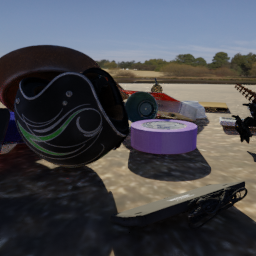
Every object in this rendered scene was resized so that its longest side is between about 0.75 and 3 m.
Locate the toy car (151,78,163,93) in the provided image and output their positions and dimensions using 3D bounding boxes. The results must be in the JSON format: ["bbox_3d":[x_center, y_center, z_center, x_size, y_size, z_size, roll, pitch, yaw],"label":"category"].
[{"bbox_3d":[1.642,-2.309,17.623,1.337,1.694,1.392,2,11,5],"label":"toy car"}]

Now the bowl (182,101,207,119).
[{"bbox_3d":[2.894,-0.895,13.123,1.601,0.720,1.601,-1,12,0],"label":"bowl"}]

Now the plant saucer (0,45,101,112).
[{"bbox_3d":[-2.042,-0.961,7.333,2.934,0.505,2.934,-9,-27,-5],"label":"plant saucer"}]

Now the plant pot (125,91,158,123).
[{"bbox_3d":[0.640,-0.782,11.297,1.331,1.331,0.891,4,3,20],"label":"plant pot"}]

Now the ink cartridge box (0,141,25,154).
[{"bbox_3d":[-3.394,0.496,7.567,0.858,0.265,1.058,7,5,35],"label":"ink cartridge box"}]

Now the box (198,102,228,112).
[{"bbox_3d":[4.614,-1.251,16.016,1.992,0.259,2.437,4,11,15],"label":"box"}]

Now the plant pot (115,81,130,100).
[{"bbox_3d":[-0.808,-2.531,19.818,1.916,0.884,1.916,41,13,-12],"label":"plant pot"}]

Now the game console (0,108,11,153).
[{"bbox_3d":[-3.710,0.361,5.273,2.261,1.342,1.948,2,11,14],"label":"game console"}]

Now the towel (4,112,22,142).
[{"bbox_3d":[-3.209,0.025,8.245,2.123,0.712,2.875,17,13,40],"label":"towel"}]

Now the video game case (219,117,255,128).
[{"bbox_3d":[4.353,-0.198,10.657,1.655,0.193,1.505,5,9,17],"label":"video game case"}]

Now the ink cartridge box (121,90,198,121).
[{"bbox_3d":[1.251,-0.987,12.067,2.316,0.581,2.668,16,-2,-42],"label":"ink cartridge box"}]

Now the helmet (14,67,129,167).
[{"bbox_3d":[-1.277,-0.253,6.073,2.141,2.246,2.246,-22,5,16],"label":"helmet"}]

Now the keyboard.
[{"bbox_3d":[0.879,1.189,4.055,2.105,0.417,1.095,-8,-9,-31],"label":"keyboard"}]

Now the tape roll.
[{"bbox_3d":[1.005,0.197,7.943,1.859,0.610,1.859,1,12,0],"label":"tape roll"}]

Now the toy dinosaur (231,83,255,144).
[{"bbox_3d":[3.838,-0.314,7.882,1.591,1.197,2.344,-19,40,-29],"label":"toy dinosaur"}]

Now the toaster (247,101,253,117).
[{"bbox_3d":[5.744,-0.731,11.146,1.767,1.004,1.141,9,4,41],"label":"toaster"}]
